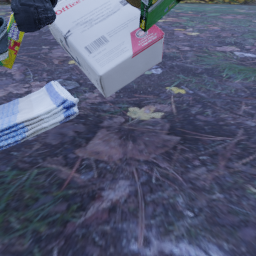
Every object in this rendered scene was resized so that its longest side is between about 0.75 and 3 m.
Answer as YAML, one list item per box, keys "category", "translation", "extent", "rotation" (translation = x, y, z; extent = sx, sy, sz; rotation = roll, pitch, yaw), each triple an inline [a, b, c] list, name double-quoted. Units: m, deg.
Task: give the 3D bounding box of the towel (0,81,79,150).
- category: "towel"
  translation: [-2.241, -0.025, 4.317]
  extent: [2.869, 0.342, 2.107]
  rotation: [-24, 23, -13]

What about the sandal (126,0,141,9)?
- category: "sandal"
  translation: [0.313, -2.831, 6.019]
  extent: [0.361, 0.537, 1.337]
  rotation: [3, 21, 41]

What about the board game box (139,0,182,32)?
- category: "board game box"
  translation: [1.049, -2.904, 5.606]
  extent: [2.092, 1.096, 0.245]
  rotation: [-43, 84, -10]

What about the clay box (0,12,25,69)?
- category: "clay box"
  translation: [-2.995, -2.627, 7.468]
  extent: [0.451, 1.893, 1.088]
  rotation: [18, 18, -29]

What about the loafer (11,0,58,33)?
- category: "loafer"
  translation: [-1.764, -2.512, 5.463]
  extent: [0.779, 0.753, 2.218]
  rotation: [-10, 44, -9]

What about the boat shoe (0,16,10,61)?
- category: "boat shoe"
  translation: [-2.841, -1.406, 4.573]
  extent: [0.897, 0.761, 2.464]
  rotation: [28, 29, 3]

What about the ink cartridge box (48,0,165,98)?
- category: "ink cartridge box"
  translation: [-0.620, -2.331, 7.087]
  extent: [1.886, 1.098, 2.589]
  rotation: [-35, 69, -11]
